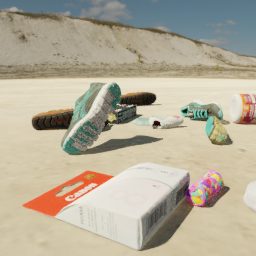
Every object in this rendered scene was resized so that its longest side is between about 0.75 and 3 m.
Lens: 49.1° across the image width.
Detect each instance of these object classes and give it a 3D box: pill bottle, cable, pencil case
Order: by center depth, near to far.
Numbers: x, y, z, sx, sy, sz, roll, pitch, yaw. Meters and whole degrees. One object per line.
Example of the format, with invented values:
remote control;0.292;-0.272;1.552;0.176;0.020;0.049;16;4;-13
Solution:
cable;2.711;1.308;5.138;1.093;0.378;1.093;9;16;35
pencil case;1.542;1.181;5.583;0.453;0.453;1.024;9;16;35
pill bottle;5.841;-0.855;12.379;2.371;1.299;1.299;1;13;1

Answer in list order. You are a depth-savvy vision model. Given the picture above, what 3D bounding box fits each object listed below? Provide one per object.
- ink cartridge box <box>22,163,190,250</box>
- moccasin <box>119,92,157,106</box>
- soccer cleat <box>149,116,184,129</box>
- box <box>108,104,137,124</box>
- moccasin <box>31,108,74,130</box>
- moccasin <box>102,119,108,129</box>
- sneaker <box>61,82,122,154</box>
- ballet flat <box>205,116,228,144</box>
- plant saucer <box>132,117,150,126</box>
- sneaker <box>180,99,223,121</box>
ink cartridge box;-0.386;1.151;5.375;2.581;0.736;2.097;12;18;29
moccasin;0.521;-1.823;17.611;2.608;0.954;1.007;-12;24;-10
soccer cleat;1.584;-0.179;11.526;1.459;0.510;0.630;0;32;0
box;-0.888;-0.749;13.528;1.943;0.562;2.445;5;14;22
moccasin;-2.658;-0.372;11.507;2.443;0.894;0.943;-10;22;-3
moccasin;-1.269;-0.227;11.338;0.585;0.554;1.514;1;13;12
sneaker;-1.281;-0.385;8.637;1.176;2.578;1.000;23;-20;39
ballet flat;3.147;0.100;9.917;0.743;0.743;2.102;3;13;12
plant saucer;0.739;-0.310;12.465;1.120;0.216;1.120;1;13;0
sneaker;3.355;-0.683;13.005;1.173;0.998;2.571;-20;14;-15
